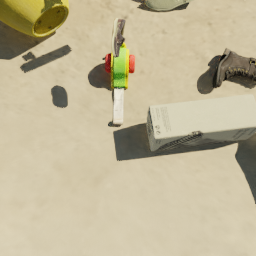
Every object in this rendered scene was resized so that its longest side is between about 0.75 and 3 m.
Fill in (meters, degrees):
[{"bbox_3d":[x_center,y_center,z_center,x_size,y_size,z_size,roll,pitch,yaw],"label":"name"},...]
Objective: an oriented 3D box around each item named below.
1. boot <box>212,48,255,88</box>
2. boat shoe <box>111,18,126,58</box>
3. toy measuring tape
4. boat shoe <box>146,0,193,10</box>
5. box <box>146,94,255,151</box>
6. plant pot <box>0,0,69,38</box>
[{"bbox_3d":[3.300,-1.619,8.132,1.385,0.551,1.590,23,68,10],"label":"boot"},{"bbox_3d":[-0.205,-2.092,6.511,0.292,0.324,0.902,4,92,12],"label":"boat shoe"},{"bbox_3d":[-0.241,-1.406,7.869,0.945,0.945,2.569,2,68,1],"label":"toy measuring tape"},{"bbox_3d":[1.456,-4.337,9.299,1.792,0.643,0.606,-12,31,2],"label":"boat shoe"},{"bbox_3d":[1.866,-0.117,7.243,2.689,1.105,0.920,-7,69,-1],"label":"box"},{"bbox_3d":[-2.795,-3.812,8.129,2.631,2.631,1.867,-38,89,-14],"label":"plant pot"}]
